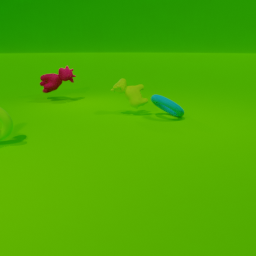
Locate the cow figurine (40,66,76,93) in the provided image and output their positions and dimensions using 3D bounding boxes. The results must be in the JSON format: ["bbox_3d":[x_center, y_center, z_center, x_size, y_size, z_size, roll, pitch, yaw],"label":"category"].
[{"bbox_3d":[-3.240,-2.217,12.934,1.525,0.850,1.549,-20,-3,-22],"label":"cow figurine"}]

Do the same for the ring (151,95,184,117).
[{"bbox_3d":[1.388,-0.773,9.849,1.287,0.257,1.287,30,-2,1],"label":"ring"}]

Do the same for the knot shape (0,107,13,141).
[{"bbox_3d":[-3.532,-0.232,6.768,0.750,1.519,1.623,10,60,49],"label":"knot shape"}]

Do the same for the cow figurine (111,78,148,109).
[{"bbox_3d":[0.041,-1.218,10.106,1.167,1.186,0.651,-17,-4,-24],"label":"cow figurine"}]
